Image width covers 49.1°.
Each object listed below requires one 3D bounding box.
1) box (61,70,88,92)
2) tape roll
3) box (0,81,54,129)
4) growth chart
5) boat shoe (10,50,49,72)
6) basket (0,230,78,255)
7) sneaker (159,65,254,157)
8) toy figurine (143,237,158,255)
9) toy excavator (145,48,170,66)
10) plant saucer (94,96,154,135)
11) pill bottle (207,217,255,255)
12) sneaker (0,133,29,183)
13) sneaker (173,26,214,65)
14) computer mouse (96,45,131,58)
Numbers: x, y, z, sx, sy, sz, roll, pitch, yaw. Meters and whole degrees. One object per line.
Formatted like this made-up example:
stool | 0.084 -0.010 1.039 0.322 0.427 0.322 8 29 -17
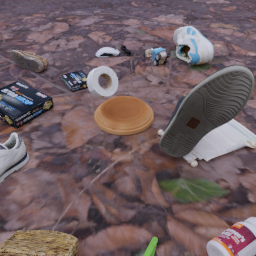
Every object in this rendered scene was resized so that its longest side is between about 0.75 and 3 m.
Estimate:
box | -1.976 -1.837 10.846 0.875 0.253 1.101 -19 42 -23
tape roll | -0.728 -1.312 8.045 0.889 0.889 0.311 -29 14 -32
box | -3.729 -0.847 9.414 1.935 0.445 1.538 26 45 29
growth chart | 2.393 0.243 8.195 2.658 0.236 1.923 -14 39 -17
boat shoe | -4.182 -2.888 11.925 1.853 0.702 0.665 27 41 17
basket | -1.612 2.508 5.141 1.297 0.966 0.926 4 5 5
sneaker | 1.772 -0.669 6.780 1.105 2.955 1.569 31 46 -7
toy figurine | 0.754 3.034 3.780 2.072 1.690 2.251 26 56 16
toy excavator | 1.225 -3.260 12.343 0.573 1.115 1.147 -17 69 -20
plant saucer | -0.129 -0.498 9.047 1.939 0.363 1.939 1 38 0
pill bottle | 2.124 2.200 5.355 1.143 0.626 0.626 -22 43 -25
sneaker | -3.367 0.933 6.848 0.772 0.813 2.021 19 43 20
sneaker | 2.663 -3.802 12.701 1.193 1.130 2.955 -13 37 -12
computer mouse | -0.706 -3.559 12.984 1.608 0.353 0.881 -10 40 -12
